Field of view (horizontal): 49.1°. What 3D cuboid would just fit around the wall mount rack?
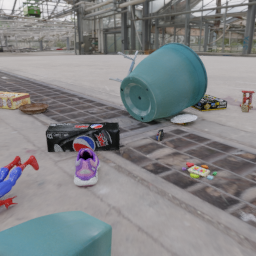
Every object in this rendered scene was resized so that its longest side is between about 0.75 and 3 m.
[{"bbox_3d":[-0.192,-2.441,11.618,0.673,1.804,1.567,21,11,2],"label":"wall mount rack"}]

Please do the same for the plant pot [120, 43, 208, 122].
[{"bbox_3d":[1.286,-1.670,11.583,2.939,2.939,2.762,18,40,42],"label":"plant pot"}]

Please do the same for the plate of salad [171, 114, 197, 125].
[{"bbox_3d":[2.239,-0.324,11.173,1.054,0.253,1.054,-10,16,3],"label":"plate of salad"}]

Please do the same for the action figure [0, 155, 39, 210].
[{"bbox_3d":[-2.742,1.358,5.663,0.778,0.615,2.378,1,23,20],"label":"action figure"}]

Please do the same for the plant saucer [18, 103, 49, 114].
[{"bbox_3d":[-4.322,-0.886,12.856,1.331,0.244,1.331,1,19,0],"label":"plant saucer"}]

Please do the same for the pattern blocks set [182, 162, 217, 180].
[{"bbox_3d":[1.825,1.100,7.199,0.856,0.069,0.752,10,21,27],"label":"pattern blocks set"}]

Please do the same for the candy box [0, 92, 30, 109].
[{"bbox_3d":[-6.057,-1.392,13.824,2.071,0.573,1.195,7,20,20],"label":"candy box"}]

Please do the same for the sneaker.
[{"bbox_3d":[-1.042,0.799,7.098,0.650,0.715,1.617,-3,18,-6],"label":"sneaker"}]

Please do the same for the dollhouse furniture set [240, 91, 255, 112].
[{"bbox_3d":[5.650,-1.260,13.144,0.581,0.769,1.430,5,19,15],"label":"dollhouse furniture set"}]

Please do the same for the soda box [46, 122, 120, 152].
[{"bbox_3d":[-1.354,0.269,8.677,2.195,0.695,0.777,-2,20,-3],"label":"soda box"}]

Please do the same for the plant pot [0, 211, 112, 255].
[{"bbox_3d":[-0.948,1.792,3.723,1.063,1.062,1.504,13,16,33],"label":"plant pot"}]

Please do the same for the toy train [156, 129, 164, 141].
[{"bbox_3d":[1.107,0.229,9.667,0.210,0.156,0.915,0,18,11],"label":"toy train"}]

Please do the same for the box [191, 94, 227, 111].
[{"bbox_3d":[3.736,-1.271,13.728,1.394,0.431,1.746,-5,19,-19],"label":"box"}]
